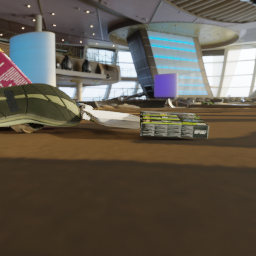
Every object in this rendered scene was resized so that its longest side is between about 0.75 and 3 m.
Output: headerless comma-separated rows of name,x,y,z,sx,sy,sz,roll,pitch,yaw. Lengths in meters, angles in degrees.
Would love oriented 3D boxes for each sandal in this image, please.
sandal,-2.537,-0.389,6.540,2.950,1.171,0.842,-2,-32,-30

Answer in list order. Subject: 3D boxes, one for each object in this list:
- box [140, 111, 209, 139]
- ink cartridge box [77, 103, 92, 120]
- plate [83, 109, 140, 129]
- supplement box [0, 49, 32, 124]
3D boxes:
box,0.895,-0.093,5.849,1.300,0.309,1.256,3,16,0
ink cartridge box,-1.891,-0.709,11.856,0.332,0.575,0.793,13,4,-38
plate,-0.327,-0.222,7.119,1.409,0.228,1.412,4,10,-23
supplement box,-3.113,-1.053,7.852,0.903,2.108,1.163,-42,12,-7
